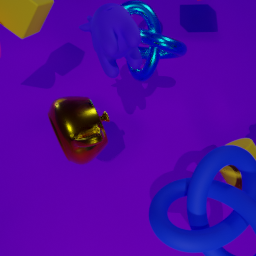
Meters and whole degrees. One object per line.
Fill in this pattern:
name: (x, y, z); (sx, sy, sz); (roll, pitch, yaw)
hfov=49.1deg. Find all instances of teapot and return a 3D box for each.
teapot: (-0.767, -0.037, 4.706); (0.922, 1.171, 1.883); (-24, 20, -11)

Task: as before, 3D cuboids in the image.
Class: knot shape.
knot shape: (0.320, -1.789, 6.302); (1.790, 1.675, 0.827); (31, 60, 0)
knot shape: (1.360, 1.092, 4.100); (1.857, 0.858, 1.738); (25, 82, 18)

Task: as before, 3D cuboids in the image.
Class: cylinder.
cylinder: (1.994, 0.676, 4.915); (0.740, 0.740, 0.740); (-34, 96, -19)

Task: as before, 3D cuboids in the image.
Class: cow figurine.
cow figurine: (-0.290, -1.490, 4.313); (0.771, 1.405, 1.383); (-22, 74, -5)

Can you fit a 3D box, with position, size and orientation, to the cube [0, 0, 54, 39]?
cube: (-2.286, -2.599, 6.050); (0.847, 0.847, 0.847); (35, 30, -9)
